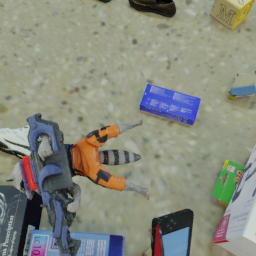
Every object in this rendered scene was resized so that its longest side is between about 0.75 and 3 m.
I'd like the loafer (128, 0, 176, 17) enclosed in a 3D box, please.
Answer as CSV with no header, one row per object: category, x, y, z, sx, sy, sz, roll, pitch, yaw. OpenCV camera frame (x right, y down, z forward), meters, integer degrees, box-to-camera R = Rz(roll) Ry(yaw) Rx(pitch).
loafer,0.916,-4.668,10.265,1.834,0.654,0.669,15,66,7

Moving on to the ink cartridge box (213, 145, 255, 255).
ink cartridge box,3.247,1.453,6.218,1.229,2.109,2.914,28,69,13

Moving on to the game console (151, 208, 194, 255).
game console,0.767,2.227,4.531,1.234,0.850,1.432,-6,107,-29

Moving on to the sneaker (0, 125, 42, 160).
sneaker,-3.181,0.211,8.053,1.834,0.692,1.055,26,58,3

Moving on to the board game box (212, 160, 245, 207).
board game box,3.519,1.877,7.355,2.465,0.370,1.178,27,67,10

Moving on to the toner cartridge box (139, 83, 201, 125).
toner cartridge box,1.280,-0.730,8.564,1.709,0.369,0.812,18,65,8

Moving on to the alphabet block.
alphabet block,3.701,-4.331,9.915,1.000,1.005,1.024,-40,71,-15

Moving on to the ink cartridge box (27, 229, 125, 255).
ink cartridge box,-0.982,3.301,6.359,2.524,0.964,1.722,4,65,0

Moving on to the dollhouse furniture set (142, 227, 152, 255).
dollhouse furniture set,0.818,2.906,6.872,0.973,0.507,0.983,-30,68,-26

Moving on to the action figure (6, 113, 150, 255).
action figure,-0.696,0.754,4.036,1.936,1.047,2.002,-4,93,-4

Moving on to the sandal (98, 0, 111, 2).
sandal,-1.651,-5.513,10.747,2.354,0.504,0.895,17,66,8

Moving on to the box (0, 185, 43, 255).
box,-3.365,2.613,6.496,2.175,1.244,2.389,1,64,2

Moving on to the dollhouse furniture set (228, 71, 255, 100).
dollhouse furniture set,4.086,-1.273,8.849,1.560,1.018,1.473,-3,36,32
